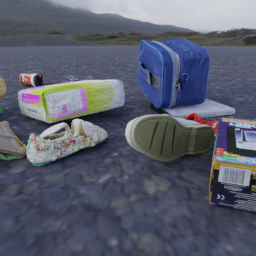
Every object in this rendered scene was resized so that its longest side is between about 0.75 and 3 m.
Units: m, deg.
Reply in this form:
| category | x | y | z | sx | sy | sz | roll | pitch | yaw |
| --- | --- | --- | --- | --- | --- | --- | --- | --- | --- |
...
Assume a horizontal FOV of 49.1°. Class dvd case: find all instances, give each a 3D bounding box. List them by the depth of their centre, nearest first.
| category | x | y | z | sx | sy | sz | roll | pitch | yaw |
| --- | --- | --- | --- | --- | --- | --- | --- | --- | --- |
| dvd case | 1.957 | -0.603 | 8.658 | 2.146 | 0.188 | 1.531 | -7 | 21 | -18 |

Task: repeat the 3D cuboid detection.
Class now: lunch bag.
| category | x | y | z | sx | sy | sz | roll | pitch | yaw |
| --- | --- | --- | --- | --- | --- | --- | --- | --- | --- |
| lunch bag | 1.216 | -1.684 | 8.629 | 1.727 | 1.773 | 2.610 | -7 | 28 | -11 |

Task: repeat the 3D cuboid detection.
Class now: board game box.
| category | x | y | z | sx | sy | sz | roll | pitch | yaw |
| --- | --- | --- | --- | --- | --- | --- | --- | --- | --- |
| board game box | 2.754 | 0.572 | 4.468 | 2.690 | 0.763 | 2.224 | 7 | 18 | 18 |

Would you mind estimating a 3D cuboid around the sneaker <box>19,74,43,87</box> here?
| category | x | y | z | sx | sy | sz | roll | pitch | yaw |
| --- | --- | --- | --- | --- | --- | --- | --- | --- | --- |
| sneaker | -4.321 | -2.078 | 12.304 | 0.932 | 0.581 | 1.739 | -4 | 16 | -9 |

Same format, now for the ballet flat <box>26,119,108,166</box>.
| category | x | y | z | sx | sy | sz | roll | pitch | yaw |
| --- | --- | --- | --- | --- | --- | --- | --- | --- | --- |
| ballet flat | -1.155 | 0.172 | 5.771 | 0.761 | 0.643 | 2.012 | 12 | 22 | 35 |

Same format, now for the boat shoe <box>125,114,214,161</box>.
| category | x | y | z | sx | sy | sz | roll | pitch | yaw |
| --- | --- | --- | --- | --- | --- | --- | --- | --- | --- |
| boat shoe | 0.732 | 0.142 | 5.397 | 2.211 | 0.826 | 0.756 | 9 | 7 | -42 |

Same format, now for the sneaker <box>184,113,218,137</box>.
| category | x | y | z | sx | sy | sz | roll | pitch | yaw |
| --- | --- | --- | --- | --- | --- | --- | --- | --- | --- |
| sneaker | 1.639 | -0.076 | 6.553 | 1.376 | 0.584 | 0.530 | -6 | 20 | -17 |

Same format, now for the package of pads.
| category | x | y | z | sx | sy | sz | roll | pitch | yaw |
| --- | --- | --- | --- | --- | --- | --- | --- | --- | --- |
| package of pads | -1.571 | -0.864 | 7.975 | 2.504 | 0.854 | 1.934 | -17 | 17 | -35 |

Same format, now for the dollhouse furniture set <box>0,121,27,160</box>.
| category | x | y | z | sx | sy | sz | roll | pitch | yaw |
| --- | --- | --- | --- | --- | --- | --- | --- | --- | --- |
| dollhouse furniture set | -3.514 | 0.360 | 5.347 | 2.558 | 1.284 | 1.675 | 21 | 8 | -42 |

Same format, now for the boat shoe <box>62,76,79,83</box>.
| category | x | y | z | sx | sy | sz | roll | pitch | yaw |
| --- | --- | --- | --- | --- | --- | --- | --- | --- | --- |
| boat shoe | -1.980 | -1.658 | 10.812 | 1.696 | 0.524 | 0.635 | 16 | -4 | 43 |

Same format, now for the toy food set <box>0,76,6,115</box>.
| category | x | y | z | sx | sy | sz | roll | pitch | yaw |
| --- | --- | --- | --- | --- | --- | --- | --- | --- | --- |
| toy food set | -4.504 | -1.513 | 7.765 | 0.677 | 2.784 | 2.755 | -31 | 38 | 1 |
